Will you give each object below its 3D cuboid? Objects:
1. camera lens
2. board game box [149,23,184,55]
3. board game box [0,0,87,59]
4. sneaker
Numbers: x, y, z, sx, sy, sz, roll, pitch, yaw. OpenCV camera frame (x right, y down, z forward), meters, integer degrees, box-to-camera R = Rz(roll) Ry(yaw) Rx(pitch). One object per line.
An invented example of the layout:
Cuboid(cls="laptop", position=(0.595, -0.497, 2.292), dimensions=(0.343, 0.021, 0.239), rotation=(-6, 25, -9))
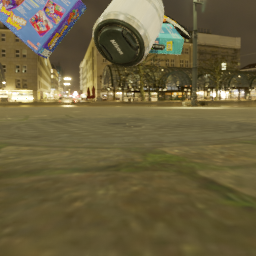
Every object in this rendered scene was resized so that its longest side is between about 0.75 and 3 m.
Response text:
Cuboid(cls="camera lens", position=(0.046, -2.272, 6.285), dimensions=(1.282, 1.282, 1.603), rotation=(3, 49, 29))
Cuboid(cls="board game box", position=(0.453, -2.686, 8.235), dimensions=(1.999, 0.469, 1.509), rotation=(1, 35, -8))
Cuboid(cls="board game box", position=(-2.456, -3.135, 6.873), dimensions=(2.422, 1.629, 0.542), rotation=(43, 8, 7))
Cuboid(cls="sneaker", position=(1.818, -4.036, 11.609), dimensions=(1.704, 0.767, 0.596), rotation=(40, 29, 10))
